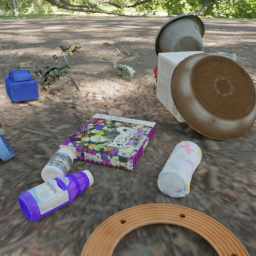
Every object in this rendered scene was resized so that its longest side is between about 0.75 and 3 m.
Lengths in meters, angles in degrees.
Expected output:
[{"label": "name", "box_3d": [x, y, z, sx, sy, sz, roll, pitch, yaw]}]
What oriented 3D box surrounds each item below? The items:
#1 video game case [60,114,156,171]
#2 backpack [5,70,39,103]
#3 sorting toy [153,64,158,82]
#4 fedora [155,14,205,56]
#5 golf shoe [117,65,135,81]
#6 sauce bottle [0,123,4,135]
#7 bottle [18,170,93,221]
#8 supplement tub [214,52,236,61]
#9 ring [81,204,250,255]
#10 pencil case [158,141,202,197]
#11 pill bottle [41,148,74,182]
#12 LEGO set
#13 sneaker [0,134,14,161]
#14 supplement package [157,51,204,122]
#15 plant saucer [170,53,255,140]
[{"label": "video game case", "box_3d": [-0.445, 0.289, 7.750, 1.983, 0.392, 2.188, 9, 28, 18]}, {"label": "backpack", "box_3d": [-4.172, -1.700, 10.957, 1.118, 1.154, 1.376, -8, 23, -32]}, {"label": "sorting toy", "box_3d": [2.266, -2.131, 12.234, 2.518, 1.034, 1.513, 11, 41, -5]}, {"label": "fedora", "box_3d": [2.322, -3.374, 11.530, 2.276, 2.574, 1.162, -33, 56, 14]}, {"label": "golf shoe", "box_3d": [0.043, -2.769, 13.696, 0.820, 0.660, 1.687, -4, 27, -20]}, {"label": "sauce bottle", "box_3d": [-4.090, -0.095, 8.516, 0.396, 0.396, 1.224, -19, 32, -33]}, {"label": "bottle", "box_3d": [-1.387, 1.285, 5.633, 1.473, 0.481, 0.615, -22, 34, -37]}, {"label": "supplement tub", "box_3d": [5.157, -3.760, 15.436, 1.343, 0.823, 0.823, 3, 26, 8]}, {"label": "ring", "box_3d": [0.578, 2.119, 4.242, 2.638, 0.253, 2.638, -1, 26, 0]}, {"label": "pencil case", "box_3d": [1.203, 0.881, 6.284, 0.699, 0.641, 1.541, 24, 33, 13]}, {"label": "pill bottle", "box_3d": [-1.580, 0.865, 6.453, 0.511, 0.511, 0.899, 3, 27, 7]}, {"label": "LEGO set", "box_3d": [-2.816, -2.327, 11.375, 1.804, 0.787, 2.777, -36, 4, -31]}, {"label": "sneaker", "box_3d": [-3.825, 0.336, 7.397, 0.880, 0.792, 2.259, -40, 48, -20]}, {"label": "supplement package", "box_3d": [2.239, -1.557, 9.875, 1.806, 1.792, 2.379, -6, 27, -12]}, {"label": "plant saucer", "box_3d": [2.715, -1.116, 8.298, 2.938, 0.537, 2.938, 5, 68, -12]}]
